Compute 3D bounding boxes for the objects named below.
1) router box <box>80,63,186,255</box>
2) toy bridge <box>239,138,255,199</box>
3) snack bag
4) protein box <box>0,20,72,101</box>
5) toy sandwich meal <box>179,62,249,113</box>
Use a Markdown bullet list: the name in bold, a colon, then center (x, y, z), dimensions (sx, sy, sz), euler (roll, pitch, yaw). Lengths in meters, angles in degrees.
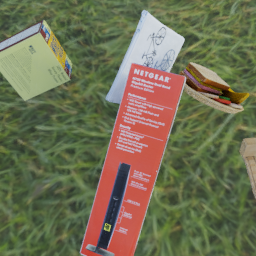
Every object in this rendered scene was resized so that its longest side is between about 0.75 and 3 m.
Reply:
- **router box**: center (0.255, 0.423, 4.979), dimensions (0.726, 2.973, 2.668), euler (17, 98, 8)
- **toy bridge**: center (2.639, 1.259, 5.059), dimensions (0.323, 0.797, 2.371), euler (-6, 42, -5)
- **snack bag**: center (0.398, -1.302, 6.090), dimensions (0.218, 2.033, 1.917), euler (34, 108, 27)
- **protein box**: center (-1.958, -1.398, 5.854), dimensions (1.140, 1.132, 0.769), euler (-22, 39, 10)
- **toy sandwich meal**: center (1.762, -0.828, 5.746), dimensions (1.504, 1.504, 0.515), euler (26, 113, 8)
